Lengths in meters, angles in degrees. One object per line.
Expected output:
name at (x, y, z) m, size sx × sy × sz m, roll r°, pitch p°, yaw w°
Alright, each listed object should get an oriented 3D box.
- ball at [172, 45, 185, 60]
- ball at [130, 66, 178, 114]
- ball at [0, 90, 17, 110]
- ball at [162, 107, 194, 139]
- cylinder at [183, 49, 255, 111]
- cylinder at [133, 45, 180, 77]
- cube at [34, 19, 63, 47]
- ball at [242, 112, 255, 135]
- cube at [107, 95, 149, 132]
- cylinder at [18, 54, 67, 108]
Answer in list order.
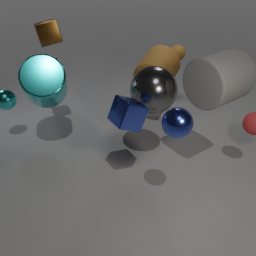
ball at (2.197, -3.343, 12.456) m, size 0.700 × 0.700 × 0.700 m, roll 0°, pitch 30°, yaw 0°
ball at (0.750, -1.107, 8.204) m, size 1.400 × 1.400 × 1.400 m, roll 0°, pitch 30°, yaw 0°
ball at (-4.185, -0.966, 9.599) m, size 0.700 × 0.700 × 0.700 m, roll 0°, pitch 30°, yaw 0°
ball at (1.097, -0.110, 6.216) m, size 0.700 × 0.700 × 0.700 m, roll 0°, pitch 30°, yaw 0°
cylinder at (2.471, -1.329, 7.634) m, size 1.400 × 1.400 × 1.400 m, roll -21°, pitch 36°, yaw -30°
cylinder at (1.110, -2.186, 10.625) m, size 1.400 × 1.400 × 1.400 m, roll 14°, pitch 50°, yaw 23°
cube at (-2.596, -3.100, 9.111) m, size 0.700 × 0.700 × 0.700 m, roll -20°, pitch 27°, yaw -11°
ball at (3.793, -0.132, 8.360) m, size 0.700 × 0.700 × 0.700 m, roll 0°, pitch 30°, yaw 0°
cube at (-0.001, -0.379, 7.318) m, size 0.700 × 0.700 × 0.700 m, roll 8°, pitch 21°, yaw -37°
cylinder at (-2.711, -1.477, 9.111) m, size 1.400 × 1.400 × 1.400 m, roll -7°, pitch -8°, yaw -11°
